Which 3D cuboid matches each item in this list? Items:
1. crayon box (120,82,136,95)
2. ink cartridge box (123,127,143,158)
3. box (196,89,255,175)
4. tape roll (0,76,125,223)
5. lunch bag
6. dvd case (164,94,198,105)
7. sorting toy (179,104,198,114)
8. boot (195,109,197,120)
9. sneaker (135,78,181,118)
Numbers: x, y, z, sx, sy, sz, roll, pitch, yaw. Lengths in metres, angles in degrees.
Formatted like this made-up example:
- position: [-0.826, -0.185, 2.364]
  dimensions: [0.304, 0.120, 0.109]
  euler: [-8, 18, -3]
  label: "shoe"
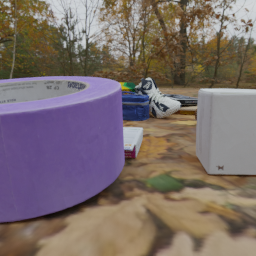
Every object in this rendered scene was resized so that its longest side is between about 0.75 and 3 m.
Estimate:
- position: [-0.451, -1.320, 12.552]
  dimensions: [0.462, 1.586, 1.368]
  euler: [49, 30, 15]
  label: "crayon box"
- position: [-0.665, 0.339, 6.135]
  dimensions: [1.828, 0.403, 1.862]
  euler: [2, 14, 9]
  label: "ink cartridge box"
- position: [2.023, 0.011, 5.040]
  dimensions: [1.405, 1.398, 1.204]
  euler: [1, 10, 5]
  label: "box"
- position: [-1.563, 0.021, 4.292]
  dimensions: [2.995, 1.273, 2.995]
  euler: [-1, 17, 0]
  label: "tape roll"
- position: [0.029, -0.915, 11.221]
  dimensions: [1.640, 1.085, 1.114]
  euler: [4, 11, 19]
  label: "lunch bag"
- position: [2.400, -1.398, 13.585]
  dimensions: [2.302, 0.285, 1.730]
  euler: [-5, 17, -41]
  label: "dvd case"
- position: [3.338, -0.890, 13.228]
  dimensions: [2.449, 0.447, 2.267]
  euler: [8, 12, 20]
  label: "sorting toy"
- position: [3.088, -0.333, 9.562]
  dimensions: [0.929, 0.650, 1.732]
  euler: [2, 12, -33]
  label: "boot"
- position: [1.077, -1.353, 11.640]
  dimensions: [0.966, 1.574, 2.419]
  euler: [-34, 22, -18]
  label: "sneaker"
